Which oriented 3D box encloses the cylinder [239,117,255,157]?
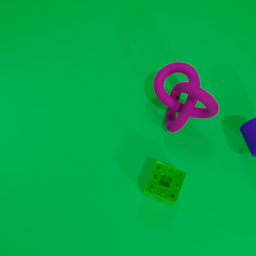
[{"bbox_3d":[3.325,0.212,6.978,0.795,0.795,0.795,-13,64,-5],"label":"cylinder"}]

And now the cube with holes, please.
[{"bbox_3d":[0.899,1.416,7.039,0.785,0.785,0.785,21,69,8],"label":"cube with holes"}]

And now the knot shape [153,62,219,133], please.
[{"bbox_3d":[1.380,-0.882,7.332,0.853,1.846,1.727,-19,85,-37],"label":"knot shape"}]
